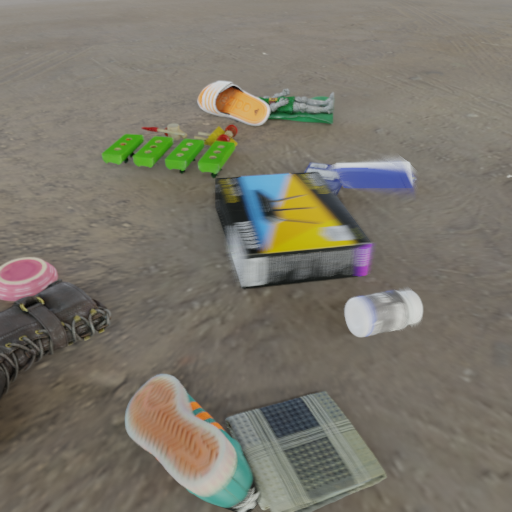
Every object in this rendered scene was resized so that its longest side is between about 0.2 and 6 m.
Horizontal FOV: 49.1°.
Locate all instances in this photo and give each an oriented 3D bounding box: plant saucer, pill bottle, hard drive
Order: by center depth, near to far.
[{"bbox_3d":[1.659,0.727,7.246,0.907,0.516,0.516,-7,33,-24],"label":"pill bottle"},{"bbox_3d":[-3.659,0.322,8.796,1.003,0.254,1.003,0,33,0],"label":"plant saucer"},{"bbox_3d":[1.944,-1.313,9.176,1.144,0.755,0.145,2,74,20],"label":"hard drive"}]

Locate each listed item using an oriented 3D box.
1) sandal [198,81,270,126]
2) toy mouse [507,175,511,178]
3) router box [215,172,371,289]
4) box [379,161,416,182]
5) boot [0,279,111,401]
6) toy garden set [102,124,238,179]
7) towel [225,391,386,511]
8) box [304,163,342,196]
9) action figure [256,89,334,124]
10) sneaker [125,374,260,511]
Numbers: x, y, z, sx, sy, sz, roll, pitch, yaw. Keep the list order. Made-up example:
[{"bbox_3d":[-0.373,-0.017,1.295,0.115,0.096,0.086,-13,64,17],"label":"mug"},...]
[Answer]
[{"bbox_3d":[-0.720,-4.259,15.173,2.529,0.969,0.725,27,2,34],"label":"sandal"},{"bbox_3d":[5.909,-1.326,11.333,1.562,0.302,1.388,10,33,16],"label":"toy mouse"},{"bbox_3d":[0.496,-0.562,9.720,2.069,0.708,2.773,-6,33,-11],"label":"router box"},{"bbox_3d":[3.031,-1.793,12.198,0.606,0.162,1.000,-4,31,-5],"label":"box"},{"bbox_3d":[-2.840,1.139,6.911,2.264,0.900,2.601,-23,37,-31],"label":"boot"},{"bbox_3d":[-1.788,-2.452,12.952,2.691,0.537,2.243,7,35,13],"label":"toy garden set"},{"bbox_3d":[0.498,2.113,6.071,1.330,0.239,1.381,-10,32,-20],"label":"towel"},{"bbox_3d":[1.361,-1.554,11.758,0.857,0.229,1.415,11,33,16],"label":"box"},{"bbox_3d":[0.783,-4.143,15.453,2.699,0.738,1.594,1,35,8],"label":"action figure"},{"bbox_3d":[-0.707,1.975,5.856,0.762,0.853,2.135,-42,28,-14],"label":"sneaker"}]
